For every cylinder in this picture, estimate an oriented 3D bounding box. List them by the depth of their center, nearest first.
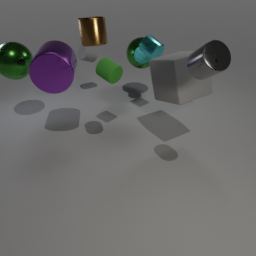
[{"bbox_3d":[1.788,-1.495,6.238,0.700,0.700,0.700,-12,-2,-19],"label":"cylinder"},{"bbox_3d":[-0.921,-2.567,7.424,0.700,0.700,0.700,-5,23,2],"label":"cylinder"},{"bbox_3d":[-2.474,-2.068,9.422,1.400,1.400,1.400,-2,32,-4],"label":"cylinder"},{"bbox_3d":[-0.659,-2.015,9.870,0.700,0.700,0.700,36,45,27],"label":"cylinder"},{"bbox_3d":[0.900,-3.047,10.663,0.700,0.700,0.700,-27,62,-37],"label":"cylinder"},{"bbox_3d":[-1.919,-3.527,13.293,0.700,0.700,0.700,-1,23,-47],"label":"cylinder"}]

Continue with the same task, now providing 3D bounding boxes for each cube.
[{"bbox_3d":[1.725,-1.693,9.224,1.400,1.400,1.400,-21,22,-25],"label":"cube"}]

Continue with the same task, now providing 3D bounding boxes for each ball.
[{"bbox_3d":[-4.292,-2.528,10.569,1.400,1.400,1.400,0,31,0],"label":"ball"},{"bbox_3d":[0.602,-3.101,11.885,0.700,0.700,0.700,0,31,0],"label":"ball"},{"bbox_3d":[0.627,-3.449,12.903,1.400,1.400,1.400,0,31,0],"label":"ball"}]
